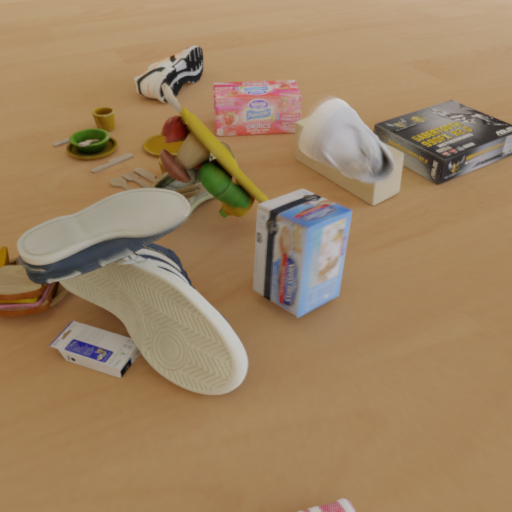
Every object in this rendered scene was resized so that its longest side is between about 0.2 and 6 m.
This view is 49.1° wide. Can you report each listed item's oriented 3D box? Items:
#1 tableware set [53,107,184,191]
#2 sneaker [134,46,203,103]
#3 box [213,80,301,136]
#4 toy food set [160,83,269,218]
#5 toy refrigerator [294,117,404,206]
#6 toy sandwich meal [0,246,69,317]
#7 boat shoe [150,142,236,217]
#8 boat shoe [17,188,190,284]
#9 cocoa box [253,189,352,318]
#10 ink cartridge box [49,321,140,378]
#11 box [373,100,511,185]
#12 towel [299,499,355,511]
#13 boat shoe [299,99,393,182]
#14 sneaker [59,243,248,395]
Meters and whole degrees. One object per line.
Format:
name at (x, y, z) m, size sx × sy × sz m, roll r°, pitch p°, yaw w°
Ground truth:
tableware set at (-2.621, -2.467, 12.203) m, size 3.560 × 0.546 × 2.398 m, roll 31°, pitch 47°, yaw 34°
sneaker at (-2.300, -5.028, 15.142) m, size 1.072 × 0.988 × 2.681 m, roll 14°, pitch 40°, yaw 20°
box at (0.000, -3.479, 13.160) m, size 1.998 × 0.946 × 1.025 m, roll -3°, pitch 38°, yaw -4°
toy food set at (-0.899, -1.493, 9.129) m, size 0.885 × 2.708 × 1.593 m, roll -41°, pitch 34°, yaw 8°
toy refrigerator at (1.826, -2.016, 11.280) m, size 0.826 × 0.897 × 2.362 m, roll -27°, pitch 44°, yaw -25°
toy sandwich meal at (-3.557, 0.327, 8.604) m, size 1.614 × 0.553 × 1.614 m, roll 0°, pitch 38°, yaw 0°
boat shoe at (-1.163, -1.549, 10.605) m, size 0.941 × 0.811 × 2.579 m, roll 33°, pitch 49°, yaw 14°
boat shoe at (-1.797, -0.214, 6.890) m, size 2.101 × 0.650 × 0.787 m, roll -26°, pitch 56°, yaw -26°
cocoa box at (0.646, -0.051, 8.132) m, size 0.986 × 1.479 × 0.970 m, roll -22°, pitch 38°, yaw -38°
ink cartridge box at (-2.195, 1.269, 7.679) m, size 1.126 × 0.221 × 0.560 m, roll 15°, pitch 41°, yaw 16°
box at (4.158, -2.565, 12.256) m, size 2.536 × 0.613 × 2.009 m, roll -21°, pitch 43°, yaw -26°
towel at (0.122, 3.383, 4.893) m, size 2.629 × 0.393 × 1.924 m, roll -11°, pitch 39°, yaw -18°
boat shoe at (1.144, -1.222, 6.567) m, size 0.696 × 0.732 × 2.032 m, roll 39°, pitch 10°, yaw 22°
sneaker at (-1.247, 0.570, 7.874) m, size 3.376 × 1.265 × 1.427 m, roll 37°, pitch 21°, yaw 22°
